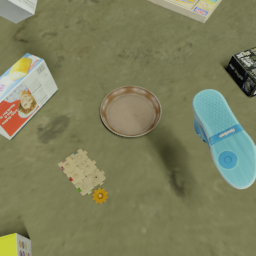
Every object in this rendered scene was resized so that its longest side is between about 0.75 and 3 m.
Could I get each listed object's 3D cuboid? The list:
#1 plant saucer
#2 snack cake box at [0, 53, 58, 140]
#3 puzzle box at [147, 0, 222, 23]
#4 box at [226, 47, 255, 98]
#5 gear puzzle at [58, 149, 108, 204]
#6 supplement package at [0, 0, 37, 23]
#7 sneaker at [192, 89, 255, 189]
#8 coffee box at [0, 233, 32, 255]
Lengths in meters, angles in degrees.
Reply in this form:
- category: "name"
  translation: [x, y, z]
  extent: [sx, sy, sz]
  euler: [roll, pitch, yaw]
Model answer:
- category: "plant saucer"
  translation: [0.087, -0.460, 8.157]
  extent: [1.753, 0.281, 1.753]
  euler: [0, 59, 0]
- category: "snack cake box"
  translation: [-3.058, -0.899, 7.838]
  extent: [0.713, 1.220, 2.122]
  euler: [25, 62, 22]
- category: "puzzle box"
  translation: [2.191, -5.088, 10.818]
  extent: [2.540, 0.323, 1.690]
  euler: [29, 64, 15]
- category: "box"
  translation: [4.163, -1.848, 8.720]
  extent: [1.591, 0.685, 1.303]
  euler: [-21, 62, -12]
- category: "gear puzzle"
  translation: [-1.035, 1.286, 7.209]
  extent: [0.811, 0.205, 1.565]
  euler: [-36, 69, -21]
- category: "supplement package"
  translation: [-2.463, -2.951, 6.147]
  extent: [0.867, 0.667, 0.907]
  euler: [2, 78, 42]
- category: "sneaker"
  translation: [1.737, 0.267, 5.139]
  extent: [0.714, 1.173, 1.796]
  euler: [-18, 69, 7]
- category: "coffee box"
  translation: [-2.618, 2.878, 5.792]
  extent: [1.003, 0.992, 1.001]
  euler: [-12, 61, -7]
